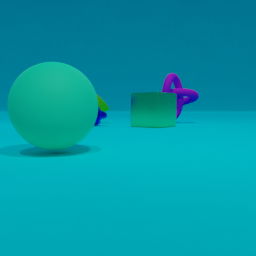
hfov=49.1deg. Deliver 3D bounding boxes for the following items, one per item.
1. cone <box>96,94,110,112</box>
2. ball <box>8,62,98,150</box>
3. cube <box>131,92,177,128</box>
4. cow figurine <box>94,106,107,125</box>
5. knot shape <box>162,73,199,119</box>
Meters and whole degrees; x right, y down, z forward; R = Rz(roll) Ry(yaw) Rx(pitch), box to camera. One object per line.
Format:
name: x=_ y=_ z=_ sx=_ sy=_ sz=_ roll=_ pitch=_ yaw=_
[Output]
cone: x=-1.476 y=-0.642 z=10.286 sx=1.140 sy=1.144 sz=1.140 roll=40 pitch=-10 yaw=9
ball: x=-0.832 y=-0.245 z=3.175 sx=0.982 sy=0.982 sz=0.982 roll=0 pitch=4 yaw=0
cube: x=0.754 y=-0.530 z=8.228 sx=0.984 sy=0.984 sz=0.984 roll=3 pitch=5 yaw=41
cow figurine: x=-1.376 y=-0.618 z=8.436 sx=0.752 sy=1.371 sz=1.349 roll=-41 pitch=-10 yaw=22
knot shape: x=1.673 y=-1.203 z=10.439 sx=1.848 sy=1.729 sz=0.854 roll=-27 pitch=41 yaw=-4
